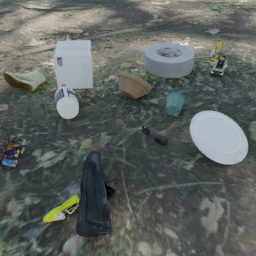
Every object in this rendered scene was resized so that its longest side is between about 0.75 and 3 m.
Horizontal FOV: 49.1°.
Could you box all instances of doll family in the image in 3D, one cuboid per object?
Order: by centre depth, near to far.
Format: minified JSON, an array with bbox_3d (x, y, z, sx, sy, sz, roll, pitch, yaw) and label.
[{"bbox_3d":[-4.103,0.843,9.742,0.745,0.506,1.289,9,41,4],"label":"doll family"}]

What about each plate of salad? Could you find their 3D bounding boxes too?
[{"bbox_3d":[3.258,0.346,10.162,2.271,0.546,2.271,9,54,-12],"label":"plate of salad"}]

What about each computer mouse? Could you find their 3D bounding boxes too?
[{"bbox_3d":[1.008,0.238,10.726,0.390,0.227,1.331,-29,46,-31],"label":"computer mouse"}]

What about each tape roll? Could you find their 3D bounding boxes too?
[{"bbox_3d":[2.232,-3.735,15.314,2.682,0.886,2.682,-1,38,0],"label":"tape roll"}]

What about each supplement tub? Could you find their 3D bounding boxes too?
[{"bbox_3d":[-2.584,-1.075,11.853,0.909,0.909,1.295,-10,39,-13],"label":"supplement tub"}]

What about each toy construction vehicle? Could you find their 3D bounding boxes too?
[{"bbox_3d":[5.042,-4.238,15.793,0.457,1.131,1.299,27,43,21],"label":"toy construction vehicle"}]

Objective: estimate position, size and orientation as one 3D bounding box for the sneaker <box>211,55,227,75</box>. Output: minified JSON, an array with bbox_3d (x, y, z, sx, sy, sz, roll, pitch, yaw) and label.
[{"bbox_3d":[4.903,-3.353,14.995,0.641,0.688,1.735,18,42,19],"label":"sneaker"}]

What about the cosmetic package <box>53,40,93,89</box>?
[{"bbox_3d":[-2.642,-3.163,13.884,1.722,1.720,2.087,-4,39,-6],"label":"cosmetic package"}]

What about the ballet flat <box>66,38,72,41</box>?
[{"bbox_3d":[-3.761,-5.219,17.539,0.568,0.568,1.531,-3,38,-3],"label":"ballet flat"}]

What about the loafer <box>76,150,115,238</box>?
[{"bbox_3d":[-0.886,1.818,8.165,1.022,0.989,2.912,7,37,-9],"label":"loafer"}]

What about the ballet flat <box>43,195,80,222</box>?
[{"bbox_3d":[-1.809,2.337,7.918,1.173,0.392,0.393,-31,61,-36],"label":"ballet flat"}]

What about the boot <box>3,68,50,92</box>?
[{"bbox_3d":[-5.025,-2.529,13.925,1.913,0.689,1.479,23,44,18],"label":"boot"}]

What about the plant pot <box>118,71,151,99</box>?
[{"bbox_3d":[0.166,-1.849,12.712,1.639,1.639,0.757,26,87,30],"label":"plant pot"}]

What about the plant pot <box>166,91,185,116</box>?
[{"bbox_3d":[1.975,-0.994,11.920,0.817,0.817,0.800,10,46,12],"label":"plant pot"}]
